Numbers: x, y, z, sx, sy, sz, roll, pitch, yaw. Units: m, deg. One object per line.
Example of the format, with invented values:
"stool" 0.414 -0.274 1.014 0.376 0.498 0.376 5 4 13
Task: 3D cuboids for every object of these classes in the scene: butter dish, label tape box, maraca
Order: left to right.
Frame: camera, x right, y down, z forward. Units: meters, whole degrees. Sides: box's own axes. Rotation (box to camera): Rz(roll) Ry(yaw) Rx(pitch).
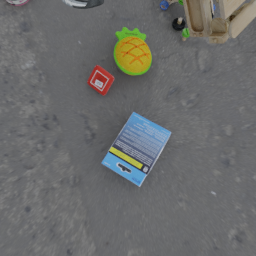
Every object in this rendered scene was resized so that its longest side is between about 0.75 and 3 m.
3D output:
"butter dish" -0.818 -1.592 9.177 0.768 0.568 0.766 37 117 5
"maraca" 0.145 -2.553 9.240 1.272 0.992 1.855 2 68 -16
"label tape box" 0.264 0.643 8.409 1.330 0.613 1.856 29 77 10

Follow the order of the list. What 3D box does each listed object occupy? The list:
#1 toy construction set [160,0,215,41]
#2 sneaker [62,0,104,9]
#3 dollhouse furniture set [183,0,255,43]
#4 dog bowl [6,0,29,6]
"toy construction set" 2.405 -4.698 9.464 2.441 1.875 2.035 -33 75 -11
"sneaker" -1.434 -3.821 6.811 0.834 1.284 2.223 -32 53 -28
"dollhouse furniture set" 1.653 -2.433 5.943 1.624 1.545 1.323 18 53 42
"dog bowl" -4.107 -5.017 10.338 1.107 0.408 1.107 0 72 1
